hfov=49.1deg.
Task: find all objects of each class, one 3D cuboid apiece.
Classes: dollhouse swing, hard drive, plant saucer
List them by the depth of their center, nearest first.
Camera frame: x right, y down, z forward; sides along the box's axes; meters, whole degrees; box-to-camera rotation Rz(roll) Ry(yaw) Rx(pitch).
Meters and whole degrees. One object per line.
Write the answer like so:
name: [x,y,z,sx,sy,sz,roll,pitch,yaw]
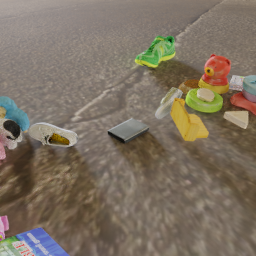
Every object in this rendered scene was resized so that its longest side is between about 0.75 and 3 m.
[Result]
dollhouse swing: [1.801,-0.267,7.713,0.898,0.928,1.021,-10,50,-14]
hard drive: [0.015,0.077,8.209,0.720,0.170,1.031,27,41,36]
plant saucer: [2.628,-1.613,10.891,1.294,0.229,1.294,0,32,0]

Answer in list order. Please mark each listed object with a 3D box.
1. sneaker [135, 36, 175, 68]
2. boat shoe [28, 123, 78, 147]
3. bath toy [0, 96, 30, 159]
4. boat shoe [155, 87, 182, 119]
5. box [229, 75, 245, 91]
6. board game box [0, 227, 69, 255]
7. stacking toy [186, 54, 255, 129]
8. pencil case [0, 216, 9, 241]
sneaker: [1.290,-3.704,13.307,1.098,1.239,2.966,20,38,28]
boat shoe: [-2.128,0.252,7.547,1.452,0.537,0.619,15,17,11]
bath toy: [-3.613,0.294,6.999,1.285,1.092,2.955,3,33,5]
boat shoe: [1.228,-0.784,8.825,1.169,0.421,0.363,-47,56,-10]
box: [4.717,-1.710,11.019,1.294,0.266,1.009,13,34,22]
board game box: [-1.431,2.398,3.235,2.531,0.521,2.525,25,16,34]
stacking toy: [3.471,-1.382,9.357,2.864,1.210,2.593,28,41,30]
pencil case: [-3.285,1.927,4.421,2.549,1.115,1.115,-12,34,-20]
